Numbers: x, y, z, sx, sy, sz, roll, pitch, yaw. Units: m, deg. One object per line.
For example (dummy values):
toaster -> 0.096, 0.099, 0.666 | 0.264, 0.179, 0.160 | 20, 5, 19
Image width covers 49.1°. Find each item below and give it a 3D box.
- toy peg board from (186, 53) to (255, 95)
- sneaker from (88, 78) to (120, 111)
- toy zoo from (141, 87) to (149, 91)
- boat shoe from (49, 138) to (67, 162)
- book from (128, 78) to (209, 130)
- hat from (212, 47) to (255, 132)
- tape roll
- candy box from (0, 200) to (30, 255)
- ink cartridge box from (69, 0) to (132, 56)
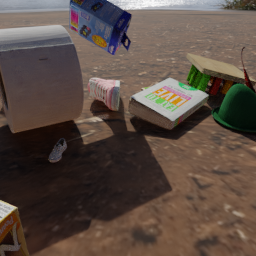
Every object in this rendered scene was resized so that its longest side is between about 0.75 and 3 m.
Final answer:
toy peg board -> 3.675, -2.089, 11.867 | 2.288, 1.124, 2.297 | 11, 28, -12
sneaker -> -0.899, -1.253, 10.159 | 1.236, 0.890, 2.365 | 5, 21, -3
toy zoo -> 1.648, -1.453, 11.301 | 1.895, 0.194, 1.243 | -11, 30, -19
boat shoe -> -1.860, 0.563, 7.429 | 0.316, 0.311, 0.891 | 5, 29, 10
book -> 1.477, -0.909, 9.822 | 1.727, 0.621, 2.585 | 29, 40, 27
hat -> 3.764, -1.271, 8.990 | 1.931, 2.053, 2.332 | -13, 31, -24
tape roll -> -2.802, -1.496, 8.466 | 2.038, 2.968, 2.968 | -15, 32, -27
candy box -> -2.301, 2.054, 3.755 | 0.555, 1.159, 2.009 | 13, 31, 22
ink cartridge box -> -0.829, -3.516, 9.580 | 2.258, 1.541, 0.862 | 28, 71, -2
